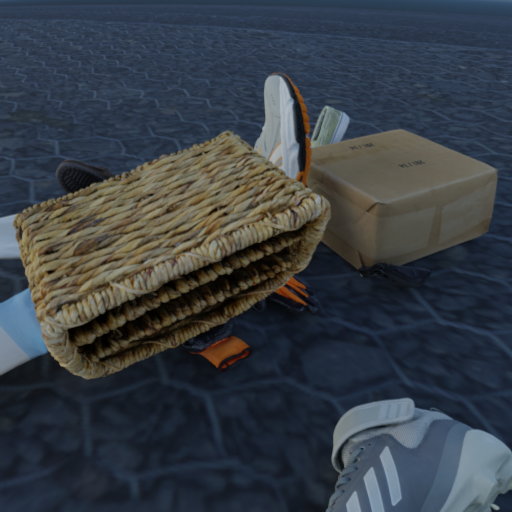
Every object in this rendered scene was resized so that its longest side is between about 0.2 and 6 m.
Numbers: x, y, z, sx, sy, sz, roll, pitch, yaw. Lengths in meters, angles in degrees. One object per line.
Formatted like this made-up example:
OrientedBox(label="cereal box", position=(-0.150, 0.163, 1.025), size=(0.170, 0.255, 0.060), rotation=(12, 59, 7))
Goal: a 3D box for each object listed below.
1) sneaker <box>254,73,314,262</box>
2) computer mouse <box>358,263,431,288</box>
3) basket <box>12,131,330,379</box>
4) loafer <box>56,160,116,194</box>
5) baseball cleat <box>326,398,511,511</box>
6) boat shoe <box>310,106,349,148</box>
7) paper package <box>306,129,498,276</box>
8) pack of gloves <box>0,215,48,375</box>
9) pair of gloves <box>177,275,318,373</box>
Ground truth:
OrientedBox(label="sneaker", position=(0.164, -1.491, 10.067), size=(1.573, 3.419, 1.294), rotation=(-1, 7, 17))
OrientedBox(label="computer mouse", position=(2.408, 0.363, 9.548), size=(1.212, 0.320, 0.839), rotation=(6, -11, -16))
OrientedBox(label="basket", position=(-0.965, 0.335, 7.282), size=(3.454, 2.465, 2.573), rotation=(-25, 39, -16))
OrientedBox(label="loafer", position=(-3.371, -1.541, 11.759), size=(1.919, 0.701, 0.681), rotation=(25, 28, -50))
OrientedBox(label="baseball cleat", position=(1.088, 2.590, 5.696), size=(3.472, 1.211, 1.848), rotation=(-13, 26, -36))
OrientedBox(label="boat shoe", position=(1.408, -2.402, 12.734), size=(0.637, 2.053, 0.739), rotation=(26, -6, -17))
OrientedBox(label="paper package", position=(2.602, -1.224, 11.160), size=(3.006, 1.555, 2.865), rotation=(-18, 36, -25))
OrientedBox(label="pack of gloves", position=(-3.849, 0.247, 8.282), size=(3.184, 0.748, 3.789), rotation=(36, 31, 22))
OrientedBox(label="pair of gloves", position=(-0.381, 0.783, 9.144), size=(2.522, 0.312, 2.247), rotation=(-29, 42, -33))
